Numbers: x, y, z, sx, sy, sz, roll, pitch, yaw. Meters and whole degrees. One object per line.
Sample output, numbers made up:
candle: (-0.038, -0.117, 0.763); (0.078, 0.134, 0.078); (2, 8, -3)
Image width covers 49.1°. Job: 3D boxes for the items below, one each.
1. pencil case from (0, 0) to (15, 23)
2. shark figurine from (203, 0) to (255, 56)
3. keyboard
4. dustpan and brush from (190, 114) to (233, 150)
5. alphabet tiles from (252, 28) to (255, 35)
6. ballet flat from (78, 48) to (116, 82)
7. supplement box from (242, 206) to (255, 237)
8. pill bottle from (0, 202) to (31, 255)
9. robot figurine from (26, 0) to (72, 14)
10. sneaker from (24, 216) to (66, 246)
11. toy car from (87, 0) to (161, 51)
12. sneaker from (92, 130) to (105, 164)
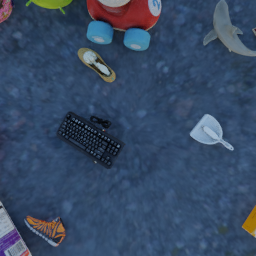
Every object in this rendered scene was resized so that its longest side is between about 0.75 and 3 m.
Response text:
pencil case: (-4.704, -4.187, 8.463); (2.401, 0.994, 1.039); (31, 74, 3)
shark figurine: (3.305, -2.735, 8.394); (2.352, 0.982, 1.405); (43, 88, 5)
keyboard: (-1.066, 0.190, 8.241); (2.055, 0.264, 1.234); (30, 86, 16)
dustpan and brush: (2.626, 0.255, 8.455); (1.254, 0.359, 0.875); (39, 87, 3)
alphabet tiles: (4.445, -2.859, 8.761); (0.759, 0.034, 0.908); (-22, 76, -2)
ballet flat: (-0.955, -1.998, 8.563); (1.473, 0.464, 0.506); (40, 89, 3)
supplement box: (4.550, 3.008, 8.066); (1.978, 0.727, 1.247); (34, 87, 2)
pill bottle: (-3.945, 2.918, 7.692); (1.490, 1.490, 2.674); (-32, 86, -2)
robot figurine: (-2.231, -4.839, 8.114); (2.485, 1.639, 2.832); (6, 93, -15)
sneaker: (-2.367, 2.830, 8.262); (1.264, 0.490, 0.708); (39, 83, -8)
toy car: (-0.123, -3.752, 7.650); (2.245, 2.538, 2.339); (11, 86, 1)
sneaker: (-0.859, 0.538, 8.434); (0.544, 0.339, 1.014); (-8, 83, 6)
